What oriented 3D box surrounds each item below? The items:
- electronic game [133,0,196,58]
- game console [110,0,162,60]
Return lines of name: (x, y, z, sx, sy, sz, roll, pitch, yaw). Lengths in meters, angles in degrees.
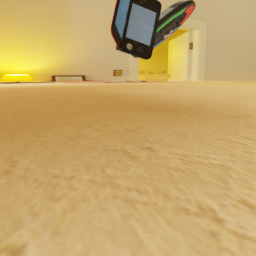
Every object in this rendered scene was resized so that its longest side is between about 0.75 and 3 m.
electronic game: (1.318, -3.706, 10.677, 2.977, 0.620, 2.977, -38, 0, 0)
game console: (0.163, -1.776, 4.460, 0.930, 1.079, 0.640, 14, -6, -20)
